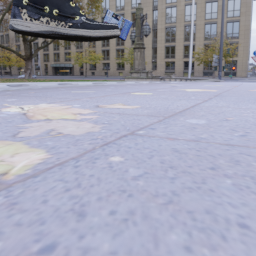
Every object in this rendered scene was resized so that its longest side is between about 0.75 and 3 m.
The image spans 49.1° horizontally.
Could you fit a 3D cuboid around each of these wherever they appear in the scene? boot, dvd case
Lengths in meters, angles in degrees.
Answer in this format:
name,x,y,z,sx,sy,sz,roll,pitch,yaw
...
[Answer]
name,x,y,z,sx,sy,sz,roll,pitch,yaw
boot,-1.485,-3.206,6.839,2.684,2.021,0.982,2,9,-8
dvd case,-0.382,-3.371,9.212,0.938,0.669,0.082,22,0,-19
